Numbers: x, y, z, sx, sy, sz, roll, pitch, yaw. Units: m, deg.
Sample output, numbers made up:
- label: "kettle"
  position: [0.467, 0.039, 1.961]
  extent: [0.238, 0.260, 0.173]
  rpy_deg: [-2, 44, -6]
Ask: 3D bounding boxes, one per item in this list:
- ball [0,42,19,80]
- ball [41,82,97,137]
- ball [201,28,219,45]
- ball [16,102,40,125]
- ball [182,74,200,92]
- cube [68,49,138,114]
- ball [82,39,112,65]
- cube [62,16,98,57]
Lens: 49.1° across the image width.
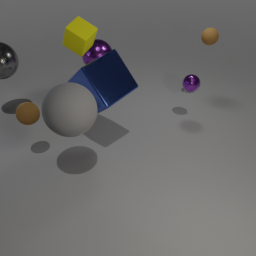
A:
- label: "ball"
  position: [-4.899, -2.548, 10.633]
  extent: [1.400, 1.400, 1.400]
  rpy_deg: [0, 32, 0]
- label: "ball"
  position: [-1.494, -0.465, 7.206]
  extent: [1.400, 1.400, 1.400]
  rpy_deg: [0, 32, 0]
- label: "ball"
  position: [3.412, -3.805, 11.651]
  extent: [0.700, 0.700, 0.700]
  rpy_deg: [0, 32, 0]
- label: "ball"
  position: [-3.027, -0.436, 8.476]
  extent: [0.700, 0.700, 0.700]
  rpy_deg: [0, 32, 0]
- label: "ball"
  position: [2.504, -1.768, 11.074]
  extent: [0.700, 0.700, 0.700]
  rpy_deg: [0, 32, 0]
- label: "cube"
  position: [-0.821, -1.407, 8.982]
  extent: [1.400, 1.400, 1.400]
  rpy_deg: [-38, 10, -29]
- label: "ball"
  position: [-1.355, -3.247, 12.538]
  extent: [1.400, 1.400, 1.400]
  rpy_deg: [0, 32, 0]
- label: "cube"
  position: [-1.429, -2.708, 8.302]
  extent: [0.700, 0.700, 0.700]
  rpy_deg: [32, 55, -1]
